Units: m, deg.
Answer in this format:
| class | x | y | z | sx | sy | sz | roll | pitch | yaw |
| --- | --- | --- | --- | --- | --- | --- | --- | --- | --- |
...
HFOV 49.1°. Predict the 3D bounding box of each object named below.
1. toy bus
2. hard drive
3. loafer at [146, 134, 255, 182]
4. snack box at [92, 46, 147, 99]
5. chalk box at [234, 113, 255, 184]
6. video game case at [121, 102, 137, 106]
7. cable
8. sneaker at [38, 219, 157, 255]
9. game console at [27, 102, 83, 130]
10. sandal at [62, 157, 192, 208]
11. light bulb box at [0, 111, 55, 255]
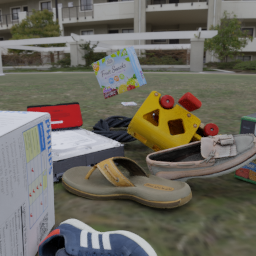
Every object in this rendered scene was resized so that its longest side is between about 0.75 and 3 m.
| class | x | y | z | sx | sy | sz | roll | pitch | yaw |
| --- | --- | --- | --- | --- | --- | --- | --- | --- | --- |
| toy bus | 1.185 | 0.267 | 7.010 | 2.509 | 2.368 | 1.297 | 17 | 65 | 51 |
| hard drive | -1.744 | 0.518 | 7.521 | 2.048 | 0.555 | 2.932 | -11 | 17 | -35 |
| loafer | 1.394 | 0.547 | 5.487 | 2.214 | 0.696 | 0.796 | -23 | 24 | 24 |
| snack box | -0.298 | -1.702 | 8.758 | 1.456 | 1.227 | 0.493 | -14 | 11 | 36 |
| chalk box | 3.307 | 0.468 | 6.034 | 2.329 | 1.443 | 1.453 | -14 | 21 | -41 |
| video game case | 0.059 | -1.365 | 15.886 | 0.733 | 0.092 | 0.805 | -4 | 15 | -12 |
| cable | -0.114 | 0.083 | 9.354 | 2.222 | 0.692 | 2.724 | -23 | 22 | -39 |
| sneaker | -0.430 | 1.590 | 3.387 | 1.618 | 0.607 | 0.684 | -2 | 9 | 35 |
| game console | -2.288 | -0.283 | 8.767 | 1.568 | 0.931 | 1.351 | -7 | 56 | -16 |
| sandal | -0.074 | 0.946 | 5.504 | 2.647 | 0.715 | 1.063 | 3 | 14 | 26 |
| light bulb box | -1.819 | 0.867 | 3.450 | 1.204 | 1.913 | 1.930 | 3 | 13 | 5 |
